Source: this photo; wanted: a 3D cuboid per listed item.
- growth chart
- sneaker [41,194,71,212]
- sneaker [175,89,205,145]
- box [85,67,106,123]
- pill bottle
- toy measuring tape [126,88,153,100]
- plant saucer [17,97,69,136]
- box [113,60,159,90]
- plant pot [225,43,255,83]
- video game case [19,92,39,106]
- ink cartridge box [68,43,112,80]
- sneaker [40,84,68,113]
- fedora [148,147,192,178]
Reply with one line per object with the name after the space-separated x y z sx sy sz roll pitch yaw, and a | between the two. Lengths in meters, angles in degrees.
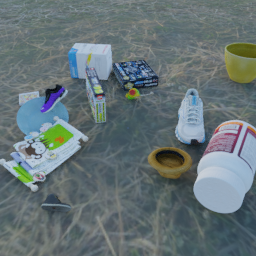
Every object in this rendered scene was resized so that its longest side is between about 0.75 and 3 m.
-2.882 0.711 9.711 2.145 0.263 2.964 24 47 23 | growth chart
-1.984 2.097 7.942 0.857 0.320 0.455 4 39 8 | sneaker
2.415 -0.547 10.797 1.091 1.261 2.910 4 38 3 | sneaker
-1.401 -1.455 11.926 0.429 1.361 2.473 -8 36 -13 | box
2.983 1.064 8.335 1.527 1.527 2.787 18 40 23 | pill bottle
0.490 -1.612 12.636 1.315 0.484 0.484 -10 32 23 | toy measuring tape
-3.288 -0.336 10.880 1.919 0.369 1.919 6 59 -9 | plant saucer
0.335 -2.787 14.441 1.826 0.529 2.298 -10 37 -13 | box
5.878 -3.188 14.141 2.167 1.538 2.167 0 35 0 | plant pot
-4.530 -1.363 12.858 0.879 0.111 0.966 -11 38 -14 | video game case
-1.914 -3.477 14.631 1.956 1.415 1.440 4 36 6 | ink cartridge box
-3.029 -1.191 10.866 1.316 0.655 0.458 -45 36 0 | sneaker
1.334 1.180 8.973 1.459 0.595 1.459 -4 29 2 | fedora
